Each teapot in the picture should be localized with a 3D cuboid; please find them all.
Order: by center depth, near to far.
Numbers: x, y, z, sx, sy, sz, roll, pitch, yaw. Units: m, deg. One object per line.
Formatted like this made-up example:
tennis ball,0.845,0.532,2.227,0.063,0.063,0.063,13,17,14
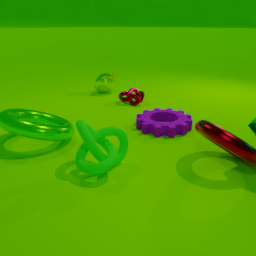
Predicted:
teapot,-1.041,-2.007,12.388,0.920,1.480,0.725,30,40,-39

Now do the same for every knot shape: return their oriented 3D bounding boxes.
knot shape,-0.634,0.466,6.072,1.375,0.635,1.287,28,43,-15
knot shape,0.248,-1.271,11.113,1.091,0.504,1.021,12,25,26

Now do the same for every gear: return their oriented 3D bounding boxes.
gear,1.103,-0.197,8.635,1.704,0.315,1.704,-1,23,0

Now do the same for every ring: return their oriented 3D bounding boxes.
ring,2.252,0.337,6.279,1.673,0.335,1.673,32,5,-3
ring,-2.469,-0.110,7.640,2.049,0.410,2.049,14,10,-2

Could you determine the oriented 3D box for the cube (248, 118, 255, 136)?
cube,3.224,-0.006,5.801,0.828,0.828,0.828,-3,54,-35
